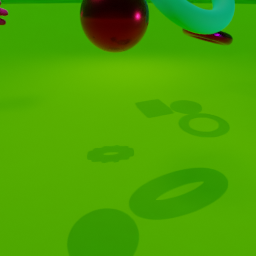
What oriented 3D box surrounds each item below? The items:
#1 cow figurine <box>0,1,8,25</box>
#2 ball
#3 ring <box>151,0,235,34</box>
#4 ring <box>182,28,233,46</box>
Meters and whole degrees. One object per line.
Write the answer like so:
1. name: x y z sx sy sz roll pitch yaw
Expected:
1. cow figurine: -3.314 -2.711 6.245 0.976 0.544 0.992 11 -4 -2
2. ball: -0.205 -1.710 4.318 1.066 1.066 1.066 0 26 0
3. ring: 1.163 -2.675 5.302 2.055 0.411 2.055 11 64 -22
4. ring: 2.205 -2.597 7.804 1.425 0.285 1.425 14 17 -4
